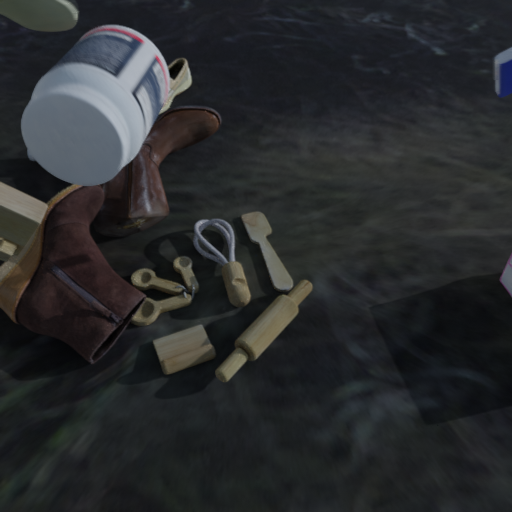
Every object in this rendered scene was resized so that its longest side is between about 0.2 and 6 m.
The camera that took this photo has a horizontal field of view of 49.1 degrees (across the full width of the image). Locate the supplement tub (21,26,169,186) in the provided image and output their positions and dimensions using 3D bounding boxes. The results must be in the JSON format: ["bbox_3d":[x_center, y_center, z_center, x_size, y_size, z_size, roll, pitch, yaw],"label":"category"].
[{"bbox_3d":[-2.145,-2.110,7.751,1.501,1.501,2.140,6,42,5],"label":"supplement tub"}]

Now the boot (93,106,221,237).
[{"bbox_3d":[-1.765,-1.589,10.560,2.601,0.896,2.790,-16,45,3],"label":"boot"}]

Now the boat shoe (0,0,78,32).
[{"bbox_3d":[-3.474,-3.705,7.811,2.099,0.768,0.658,13,61,2],"label":"boat shoe"}]

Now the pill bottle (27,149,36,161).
[{"bbox_3d":[-4.155,-2.073,11.312,0.789,0.459,0.459,6,48,6],"label":"pill bottle"}]

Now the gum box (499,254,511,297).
[{"bbox_3d":[4.923,0.733,8.553,1.279,0.745,2.254,-13,49,-10],"label":"gum box"}]

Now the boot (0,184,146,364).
[{"bbox_3d":[-2.653,0.176,8.958,2.223,0.967,2.673,27,63,12],"label":"boot"}]

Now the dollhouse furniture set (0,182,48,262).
[{"bbox_3d":[-3.319,-0.834,6.552,1.611,1.694,1.380,27,49,-24],"label":"dollhouse furniture set"}]

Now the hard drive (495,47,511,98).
[{"bbox_3d":[3.640,-2.575,7.469,0.858,1.300,0.165,-26,77,20],"label":"hard drive"}]

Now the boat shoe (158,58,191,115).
[{"bbox_3d":[-2.173,-3.856,12.793,0.720,0.648,1.996,23,52,19],"label":"boat shoe"}]

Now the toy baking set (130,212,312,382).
[{"bbox_3d":[-0.514,0.431,9.069,2.661,0.403,3.467,34,56,27],"label":"toy baking set"}]
